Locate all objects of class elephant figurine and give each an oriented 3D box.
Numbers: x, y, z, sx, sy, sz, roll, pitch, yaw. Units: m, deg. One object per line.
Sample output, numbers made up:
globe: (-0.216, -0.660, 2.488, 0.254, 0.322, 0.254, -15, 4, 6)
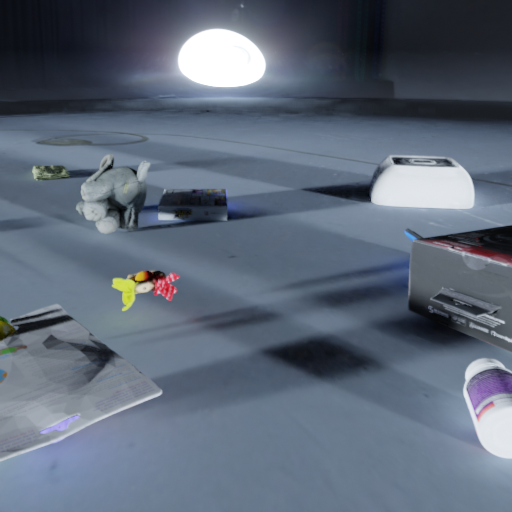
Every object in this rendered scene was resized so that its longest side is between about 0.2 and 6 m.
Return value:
elephant figurine: (-2.935, -1.336, 11.291, 1.516, 1.382, 1.954, -9, 24, -15)

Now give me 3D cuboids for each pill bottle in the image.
pill bottle: (2.198, 1.334, 5.098, 0.523, 0.523, 0.938, 3, 20, 8)

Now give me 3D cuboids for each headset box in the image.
headset box: (3.308, 0.326, 6.752, 2.644, 1.021, 1.968, -9, 17, -29)

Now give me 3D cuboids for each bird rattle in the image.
bird rattle: (-1.426, 0.332, 7.305, 0.852, 0.480, 0.695, -18, 22, -2)

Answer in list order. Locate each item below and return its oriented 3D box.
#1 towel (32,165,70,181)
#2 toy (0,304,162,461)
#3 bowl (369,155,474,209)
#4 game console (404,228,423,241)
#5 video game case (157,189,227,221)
towel: (-5.853, -2.384, 15.961, 0.961, 0.236, 1.295, -7, 21, -22)
toy: (-2.159, 1.237, 5.210, 1.580, 0.648, 2.744, -17, 23, -33)
bowl: (3.982, -1.862, 13.558, 2.410, 0.901, 2.413, 4, 19, 10)
game console: (3.103, -0.139, 8.872, 0.713, 1.029, 1.206, -44, 20, 6)
video game case: (-1.347, -1.129, 12.241, 1.431, 0.359, 1.579, -1, 20, -3)
